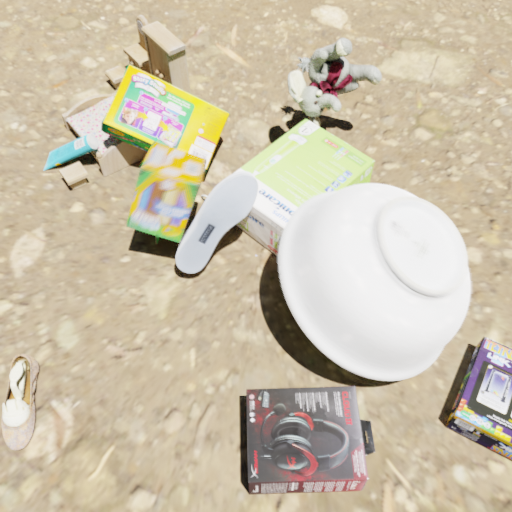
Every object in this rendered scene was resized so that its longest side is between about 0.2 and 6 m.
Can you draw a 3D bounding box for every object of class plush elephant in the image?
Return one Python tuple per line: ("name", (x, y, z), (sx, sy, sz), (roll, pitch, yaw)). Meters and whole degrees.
("plush elephant", (1.468, -3.616, 12.050), (1.860, 1.532, 1.440), (11, 82, 39))

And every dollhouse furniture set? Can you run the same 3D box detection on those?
("dollhouse furniture set", (-3.539, -3.858, 13.121), (3.767, 1.839, 3.213), (-31, 60, -21))

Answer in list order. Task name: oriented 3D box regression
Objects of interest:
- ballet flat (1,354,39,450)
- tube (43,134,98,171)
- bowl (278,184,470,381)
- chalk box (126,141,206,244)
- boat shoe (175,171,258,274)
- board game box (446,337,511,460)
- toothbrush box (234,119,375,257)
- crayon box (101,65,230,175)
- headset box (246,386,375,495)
("ballet flat", (-4.018, 2.393, 9.409), (0.559, 0.552, 1.641), (-8, 55, -6))
("tube", (-4.252, -2.364, 12.716), (1.448, 0.365, 0.561), (-15, 47, 25))
("bowl", (2.307, 0.126, 9.355), (3.600, 1.618, 3.600), (12, 61, -22))
("chalk box", (-1.758, -1.053, 10.665), (1.085, 1.751, 1.093), (18, 35, -10))
("boat shoe", (-0.807, -0.742, 11.011), (0.850, 2.302, 0.981), (30, 13, -19))
("board game box", (4.447, 2.533, 9.299), (2.042, 0.579, 1.688), (26, 56, 17))
("toothbrush box", (0.877, -1.412, 11.777), (1.930, 1.141, 2.650), (37, 61, 24))
("crayon box", (-1.979, -2.943, 12.327), (2.429, 0.708, 1.443), (23, 79, -13))
("headset box", (0.852, 2.911, 8.906), (2.009, 0.754, 1.493), (-1, 54, -1))
